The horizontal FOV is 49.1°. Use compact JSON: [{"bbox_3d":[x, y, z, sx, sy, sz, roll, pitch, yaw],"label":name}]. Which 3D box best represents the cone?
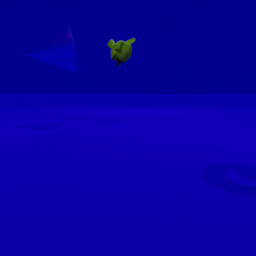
[{"bbox_3d":[-2.387,-2.299,8.452,1.400,1.394,1.394,-11,10,-15],"label":"cone"}]

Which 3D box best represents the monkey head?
[{"bbox_3d":[-0.289,-2.765,9.954,0.730,1.211,0.872,9,35,-42],"label":"monkey head"}]
